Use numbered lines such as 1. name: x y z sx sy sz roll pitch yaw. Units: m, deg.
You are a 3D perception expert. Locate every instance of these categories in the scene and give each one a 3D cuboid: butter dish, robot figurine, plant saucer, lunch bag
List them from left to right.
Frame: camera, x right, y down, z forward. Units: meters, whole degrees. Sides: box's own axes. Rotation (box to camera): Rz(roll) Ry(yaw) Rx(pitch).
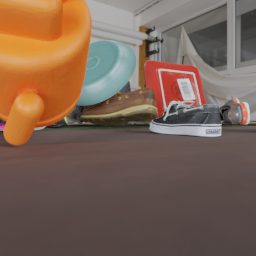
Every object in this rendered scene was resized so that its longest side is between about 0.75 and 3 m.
1. robot figurine: -0.778 -0.547 2.202 0.908 1.121 1.558 -32 -13 -24
2. lunch bag: -2.376 -0.554 9.951 1.209 1.005 1.442 19 -4 -18
3. plant saucer: -0.988 -1.779 8.226 2.484 2.484 0.447 1 -32 27
4. butter dish: 1.466 -1.021 10.273 2.371 2.377 1.757 1 -20 -23

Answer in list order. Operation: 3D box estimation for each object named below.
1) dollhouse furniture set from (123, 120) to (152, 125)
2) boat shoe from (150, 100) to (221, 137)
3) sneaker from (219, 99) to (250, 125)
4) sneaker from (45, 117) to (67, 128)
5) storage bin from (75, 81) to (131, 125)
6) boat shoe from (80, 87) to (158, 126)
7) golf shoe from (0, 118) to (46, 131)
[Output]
1. dollhouse furniture set: 0.538 -0.813 11.113 2.687 1.348 1.760 -1 2 -26
2. boat shoe: 0.764 -0.155 4.052 0.531 0.491 1.437 -1 2 -20
3. sneaker: 3.949 -0.631 11.312 1.143 1.076 2.792 -6 0 6
4. sneaker: -2.009 -0.364 7.164 0.621 0.717 1.589 1 3 -34
5. storage bin: -1.128 -1.361 11.076 1.995 2.162 2.971 -7 6 -15
6. boat shoe: -0.299 -0.610 8.347 2.591 0.875 0.932 -7 -17 32
7. golf shoe: -2.684 -0.380 4.871 2.550 0.961 1.167 -1 5 0
